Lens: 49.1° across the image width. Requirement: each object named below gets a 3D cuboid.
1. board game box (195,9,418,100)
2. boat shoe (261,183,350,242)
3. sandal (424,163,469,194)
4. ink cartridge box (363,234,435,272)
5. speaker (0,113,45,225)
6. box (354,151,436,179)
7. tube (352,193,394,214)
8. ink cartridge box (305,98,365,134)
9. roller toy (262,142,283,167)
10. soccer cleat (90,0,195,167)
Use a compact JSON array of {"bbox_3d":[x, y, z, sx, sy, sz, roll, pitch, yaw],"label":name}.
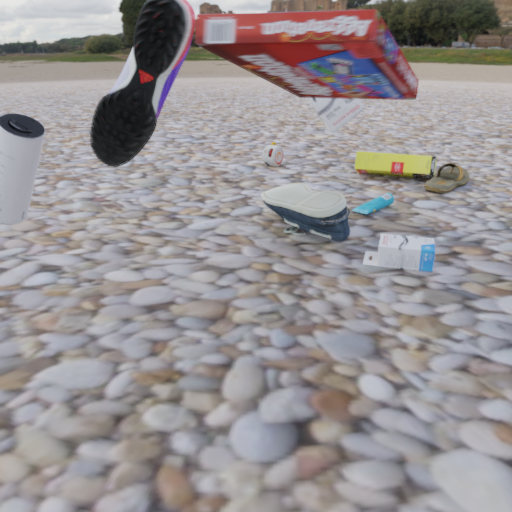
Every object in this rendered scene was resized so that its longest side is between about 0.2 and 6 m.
[{"bbox_3d":[1.177,-3.160,9.307,2.455,0.464,4.769,9,10,21],"label":"board game box"},{"bbox_3d":[1.043,-0.967,12.008,1.083,0.895,2.893,-30,25,-23],"label":"boat shoe"},{"bbox_3d":[5.344,-2.255,15.581,0.888,0.597,2.210,16,27,33],"label":"sandal"},{"bbox_3d":[2.688,-0.081,10.557,1.268,0.423,0.735,6,23,13],"label":"ink cartridge box"},{"bbox_3d":[-3.968,-1.399,9.155,0.723,1.781,0.723,18,35,-14],"label":"speaker"},{"bbox_3d":[4.047,-2.634,16.252,2.249,0.564,0.846,8,2,17],"label":"box"},{"bbox_3d":[2.872,-1.232,13.579,1.173,0.296,0.454,-23,23,-34],"label":"tube"},{"bbox_3d":[1.799,-3.728,13.288,0.982,1.349,0.572,-37,12,11],"label":"ink cartridge box"},{"bbox_3d":[0.511,-3.173,17.709,0.499,0.714,0.652,14,39,30],"label":"roller toy"},{"bbox_3d":[-1.584,-2.466,8.120,0.889,2.606,0.954,30,24,-1],"label":"soccer cleat"}]
